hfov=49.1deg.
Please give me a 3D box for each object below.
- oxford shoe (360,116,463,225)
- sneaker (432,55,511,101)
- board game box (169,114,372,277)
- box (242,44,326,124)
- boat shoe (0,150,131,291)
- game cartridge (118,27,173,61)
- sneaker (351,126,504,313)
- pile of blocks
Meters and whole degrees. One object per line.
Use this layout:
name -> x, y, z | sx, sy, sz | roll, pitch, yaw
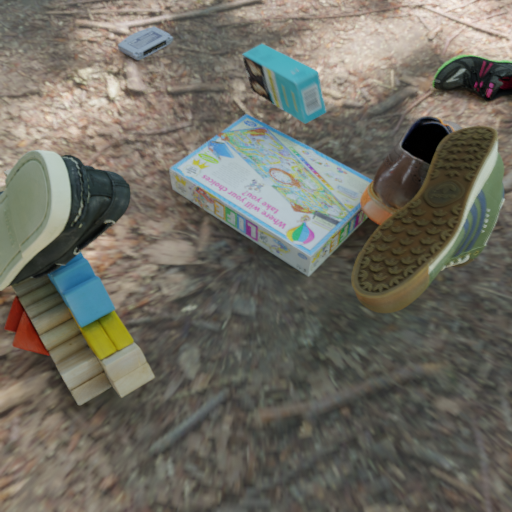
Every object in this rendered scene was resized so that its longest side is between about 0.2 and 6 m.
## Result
oxford shoe -> 2.866, -1.615, 8.910 | 1.238, 1.266, 3.473 | 31, 41, 13
sneaker -> 4.489, -3.521, 11.145 | 1.900, 0.729, 0.796 | -1, 46, 1
board game box -> 0.304, -1.136, 9.307 | 2.946, 0.504, 1.980 | 34, 58, 25
box -> 0.459, -3.043, 9.801 | 0.464, 0.777, 1.890 | -31, 42, -12
boat shoe -> -2.462, -0.342, 6.413 | 1.066, 3.216, 1.202 | -6, 76, -41
game cartridge -> -2.498, -4.759, 12.506 | 0.727, 0.223, 1.092 | 37, 59, 22
sneaker -> 2.371, -0.205, 7.045 | 0.997, 1.335, 2.973 | 13, 57, 45
pile of blocks -> -2.894, 0.329, 7.366 | 1.249, 1.650, 4.020 | -30, 57, -22
